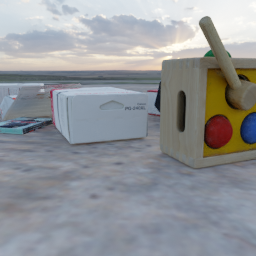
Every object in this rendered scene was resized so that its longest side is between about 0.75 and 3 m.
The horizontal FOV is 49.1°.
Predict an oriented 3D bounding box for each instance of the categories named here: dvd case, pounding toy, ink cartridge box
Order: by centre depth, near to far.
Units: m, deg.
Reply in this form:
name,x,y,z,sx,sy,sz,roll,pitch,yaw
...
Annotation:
name,x,y,z,sx,sy,sz,roll,pitch,yaw
pounding toy,1.772,-0.612,5.413,2.323,2.524,1.794,-5,13,-23
ink cartridge box,-0.954,-0.494,8.046,2.112,1.212,2.908,-5,13,-22
dvd case,-3.305,-0.105,8.733,1.282,0.193,1.756,3,11,15
ink cartridge box,-3.120,-1.094,9.707,2.055,0.635,2.534,-10,-17,-39
ink cartridge box,2.206,-1.087,11.366,2.432,1.008,1.785,-11,15,-41

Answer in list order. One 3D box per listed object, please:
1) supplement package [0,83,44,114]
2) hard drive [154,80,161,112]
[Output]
name,x,y,z,sx,sy,sz,roll,pitch,yaw
supplement package,-4.598,-1.245,11.722,2.042,1.198,1.193,-2,12,-10
hard drive,1.446,-0.920,9.380,0.396,1.263,1.872,4,22,-21
